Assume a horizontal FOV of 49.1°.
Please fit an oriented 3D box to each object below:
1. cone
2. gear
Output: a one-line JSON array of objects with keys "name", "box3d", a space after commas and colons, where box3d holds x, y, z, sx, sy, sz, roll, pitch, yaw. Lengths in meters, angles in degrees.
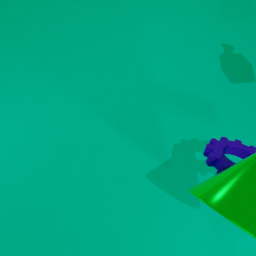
[{"name": "cone", "box3d": [2.297, 1.010, 5.392, 1.621, 1.621, 1.627, 34, 88, 16]}, {"name": "gear", "box3d": [2.560, 0.751, 6.540, 1.532, 0.283, 1.532, 9, 30, -6]}]
